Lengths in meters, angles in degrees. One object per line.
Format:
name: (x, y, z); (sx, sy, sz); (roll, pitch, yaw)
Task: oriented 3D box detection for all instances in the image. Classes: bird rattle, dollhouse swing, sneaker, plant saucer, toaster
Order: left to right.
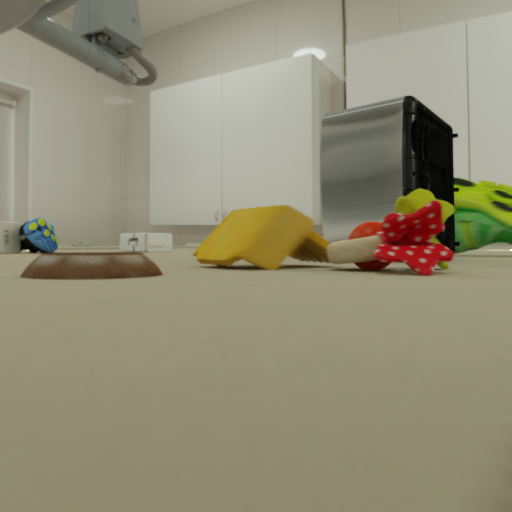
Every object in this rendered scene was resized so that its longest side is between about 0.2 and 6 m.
sneaker: (-4.985, -0.355, 12.521); (0.930, 0.796, 2.245); (-18, 5, -14)
plant saucer: (-1.063, 0.060, 3.668); (0.900, 0.165, 0.900); (0, 2, 0)
dollhouse swing: (0.113, 0.016, 4.952); (0.847, 0.819, 0.932); (-49, 24, -21)
bird rattle: (1.027, -0.053, 4.262); (1.004, 0.694, 1.231); (-12, 8, 30)
toaster: (1.677, -0.828, 6.884); (1.218, 1.857, 2.053); (-2, -1, 33)
sneaker: (3.629, -0.585, 9.440); (2.924, 1.222, 1.083); (21, 45, 25)

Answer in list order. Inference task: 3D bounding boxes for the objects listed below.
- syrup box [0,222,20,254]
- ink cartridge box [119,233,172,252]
syrup box: (-5.919, -0.379, 11.872); (1.704, 0.671, 0.694); (0, 1, 15)
ink cartridge box: (-2.794, -0.334, 14.201); (1.162, 0.493, 0.846); (4, 3, 43)
